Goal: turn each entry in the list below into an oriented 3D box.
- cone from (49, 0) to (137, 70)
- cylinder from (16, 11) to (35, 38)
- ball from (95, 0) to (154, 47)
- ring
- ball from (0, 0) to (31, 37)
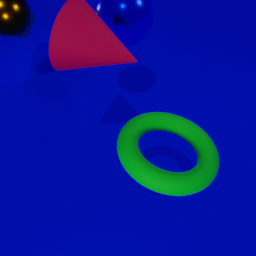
[{"bbox_3d":[-0.445,-1.405,4.912,1.327,1.322,1.322,23,53,7],"label":"cone"},{"bbox_3d":[-3.561,-3.529,9.320,0.752,0.752,0.752,5,65,4],"label":"cylinder"},{"bbox_3d":[-0.076,-2.627,6.585,1.379,1.379,1.379,0,50,0],"label":"ball"},{"bbox_3d":[0.643,0.345,4.491,1.653,0.331,1.653,7,43,-7],"label":"ring"},{"bbox_3d":[-3.397,-3.231,7.850,1.306,1.306,1.306,0,50,0],"label":"ball"}]
